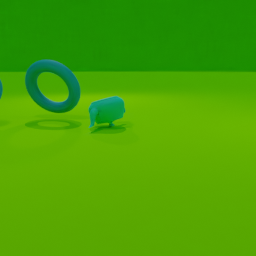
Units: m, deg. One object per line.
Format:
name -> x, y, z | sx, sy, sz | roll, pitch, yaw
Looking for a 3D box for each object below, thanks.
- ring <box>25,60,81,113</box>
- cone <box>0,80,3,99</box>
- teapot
ring -> -2.126, -1.136, 7.914 | 1.643, 1.643, 0.329 | 3, 36, 14
cone -> -3.985, -0.799, 7.401 | 1.292, 1.292, 1.297 | -5, -13, -22
teapot -> -0.542, -0.379, 7.129 | 0.935, 0.736, 1.504 | -11, 7, 38
